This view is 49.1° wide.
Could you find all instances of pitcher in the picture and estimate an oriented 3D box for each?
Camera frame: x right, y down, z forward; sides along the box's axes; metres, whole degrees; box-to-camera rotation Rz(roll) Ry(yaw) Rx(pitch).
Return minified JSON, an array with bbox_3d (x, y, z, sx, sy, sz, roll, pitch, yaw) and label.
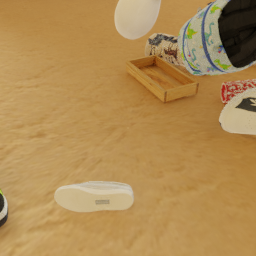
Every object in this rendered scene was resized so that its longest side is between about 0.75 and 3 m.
[{"bbox_3d":[0.464,-3.821,8.331,1.244,2.052,1.760,27,52,-11],"label":"pitcher"}]

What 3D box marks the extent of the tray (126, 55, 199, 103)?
[{"bbox_3d":[1.034,-1.690,9.229,1.236,0.464,2.506,-17,39,-21],"label":"tray"}]

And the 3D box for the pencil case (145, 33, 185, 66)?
[{"bbox_3d":[1.847,-2.756,10.232,2.547,1.139,0.991,22,70,27],"label":"pencil case"}]

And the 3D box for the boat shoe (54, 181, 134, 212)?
[{"bbox_3d":[-0.620,1.217,5.286,1.451,0.522,0.497,-4,20,1],"label":"boat shoe"}]

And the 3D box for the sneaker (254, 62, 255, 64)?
[{"bbox_3d":[4.629,-3.300,10.916,1.536,1.004,2.672,-14,42,-22],"label":"sneaker"}]

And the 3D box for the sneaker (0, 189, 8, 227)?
[{"bbox_3d":[-3.159,0.837,5.206,0.995,1.149,2.774,-27,44,-32],"label":"sneaker"}]

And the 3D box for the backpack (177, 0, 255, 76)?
[{"bbox_3d":[2.187,-2.032,6.211,1.749,1.856,2.275,-6,28,34],"label":"backpack"}]

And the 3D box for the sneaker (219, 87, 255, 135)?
[{"bbox_3d":[3.794,-0.068,6.381,2.962,1.182,1.928,1,27,-16],"label":"sneaker"}]

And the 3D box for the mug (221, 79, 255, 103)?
[{"bbox_3d":[3.353,-1.012,8.268,1.126,1.000,0.751,-3,73,3],"label":"mug"}]
